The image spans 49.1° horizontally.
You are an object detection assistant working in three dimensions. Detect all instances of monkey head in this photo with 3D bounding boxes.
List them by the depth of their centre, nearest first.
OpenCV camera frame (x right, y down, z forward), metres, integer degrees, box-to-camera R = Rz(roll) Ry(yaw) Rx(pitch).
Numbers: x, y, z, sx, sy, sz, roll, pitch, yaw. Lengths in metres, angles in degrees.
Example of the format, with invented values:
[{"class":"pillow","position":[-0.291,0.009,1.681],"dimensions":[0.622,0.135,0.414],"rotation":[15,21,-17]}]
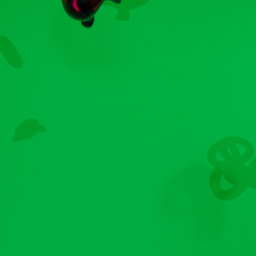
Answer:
[{"class":"monkey head","position":[-0.509,-1.718,3.781],"dimensions":[0.745,1.035,0.624],"rotation":[25,88,6]}]
